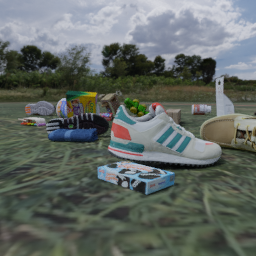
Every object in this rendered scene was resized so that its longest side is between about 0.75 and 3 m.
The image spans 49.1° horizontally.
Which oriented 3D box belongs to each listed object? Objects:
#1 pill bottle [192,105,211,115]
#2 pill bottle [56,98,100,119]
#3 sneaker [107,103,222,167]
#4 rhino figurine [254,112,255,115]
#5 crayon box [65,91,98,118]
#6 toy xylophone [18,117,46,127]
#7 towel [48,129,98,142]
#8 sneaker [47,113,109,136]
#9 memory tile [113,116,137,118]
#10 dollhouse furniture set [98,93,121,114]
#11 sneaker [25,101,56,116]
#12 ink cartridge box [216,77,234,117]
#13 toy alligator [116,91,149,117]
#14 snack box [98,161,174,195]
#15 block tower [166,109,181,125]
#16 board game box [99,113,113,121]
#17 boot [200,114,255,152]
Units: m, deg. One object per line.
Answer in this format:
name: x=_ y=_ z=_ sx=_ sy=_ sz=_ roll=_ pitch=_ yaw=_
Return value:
pill bottle: x=4.887 y=-1.211 z=18.659 sx=1.196 sy=0.671 sz=0.671 roll=1 pitch=7 yaw=8
pill bottle: x=-2.447 y=-0.876 z=13.826 sx=2.102 sy=1.178 sz=1.178 roll=6 pitch=9 yaw=38
sneaker: x=0.809 y=0.099 z=5.430 sx=2.371 sy=1.109 sz=0.835 roll=5 pitch=4 yaw=-14
rhino figurine: x=6.572 y=-0.475 z=13.037 sx=0.853 sy=0.583 sz=1.950 roll=1 pitch=9 yaw=8
crayon box: x=-1.873 y=-0.770 z=11.485 sx=1.216 sy=1.410 sz=0.411 roll=6 pitch=31 yaw=6
toy xylophone: x=-4.243 y=-0.265 z=12.311 sx=0.938 sy=0.322 sz=1.281 roll=-6 pitch=9 yaw=-42
towel: x=-1.627 y=0.208 z=8.385 sx=1.363 sy=0.331 sz=0.761 roll=1 pitch=8 yaw=7
sneaker: x=-1.602 y=-0.123 z=9.460 sx=2.035 sy=0.770 sz=1.175 roll=-1 pitch=4 yaw=3
memory tile: x=-0.168 y=-0.628 z=16.207 sx=1.322 sy=0.111 sz=1.013 roll=0 pitch=7 yaw=4
dollhouse furniture set: x=-1.501 y=-0.835 z=15.601 sx=1.658 sy=1.420 sz=1.743 roll=2 pitch=36 yaw=41
sneaker: x=-5.438 y=-1.319 z=18.420 sx=2.458 sy=0.953 sz=1.377 roll=4 pitch=9 yaw=28
ink cartridge box: x=4.545 y=-1.286 z=13.151 sx=0.536 sy=2.136 sz=1.733 roll=-1 pitch=7 yaw=7
toy alligator: x=0.232 y=-1.226 z=15.979 sx=2.567 sy=0.761 sz=0.697 roll=32 pitch=-37 yaw=-17
snack box: x=0.106 y=0.752 z=4.430 sx=0.636 sy=0.203 sz=1.094 roll=-7 pitch=10 yaw=-44
block tower: x=2.079 y=-0.512 z=12.995 sx=0.634 sy=0.679 sz=2.349 roll=2 pitch=6 yaw=14
board game box: x=-1.592 y=-0.642 z=15.727 sx=1.374 sy=0.260 sz=2.670 roll=-1 pitch=7 yaw=-1
boot: x=2.808 y=0.200 z=6.311 sx=2.433 sy=0.877 sz=1.881 roll=4 pitch=8 yaw=19
